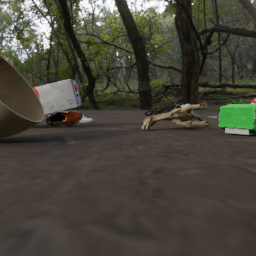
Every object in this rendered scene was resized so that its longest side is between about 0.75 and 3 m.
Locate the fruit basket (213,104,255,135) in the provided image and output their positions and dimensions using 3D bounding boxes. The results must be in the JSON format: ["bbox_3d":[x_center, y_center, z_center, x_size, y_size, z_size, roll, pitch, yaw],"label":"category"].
[{"bbox_3d":[3.086,-0.132,6.935,1.668,0.782,1.545,13,-5,-40],"label":"fruit basket"}]

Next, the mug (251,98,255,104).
[{"bbox_3d":[5.547,-0.513,10.000,1.262,1.679,1.892,-42,19,-23],"label":"mug"}]

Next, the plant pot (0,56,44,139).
[{"bbox_3d":[-2.718,-0.492,5.308,1.256,1.871,1.871,-37,0,7],"label":"plant pot"}]

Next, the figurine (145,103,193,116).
[{"bbox_3d":[2.079,-0.758,14.062,1.844,0.813,1.890,-2,1,42],"label":"figurine"}]

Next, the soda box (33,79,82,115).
[{"bbox_3d":[-3.034,-0.805,9.028,2.882,0.914,0.984,-13,7,1],"label":"soda box"}]

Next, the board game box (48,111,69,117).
[{"bbox_3d":[-3.684,-0.728,15.550,1.149,0.394,1.390,1,4,-2],"label":"board game box"}]

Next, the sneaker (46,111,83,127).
[{"bbox_3d":[-2.017,-0.302,9.261,1.271,0.493,0.712,-15,3,-29],"label":"sneaker"}]

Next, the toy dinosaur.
[{"bbox_3d":[1.739,-0.381,8.403,2.894,0.842,1.463,-4,5,-39],"label":"toy dinosaur"}]

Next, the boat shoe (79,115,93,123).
[{"bbox_3d":[-1.956,-0.401,11.696,1.015,0.339,0.373,-1,5,-15],"label":"boat shoe"}]
